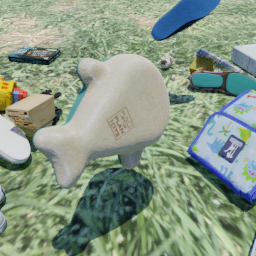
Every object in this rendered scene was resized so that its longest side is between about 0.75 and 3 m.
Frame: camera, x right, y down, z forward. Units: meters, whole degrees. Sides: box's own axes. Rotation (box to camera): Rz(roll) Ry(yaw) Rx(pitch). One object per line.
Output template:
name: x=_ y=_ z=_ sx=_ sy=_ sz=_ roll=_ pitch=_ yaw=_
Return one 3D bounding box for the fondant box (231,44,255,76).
fondant box: x=6.145 y=-2.989 z=12.544 sx=1.817 sy=0.734 sz=2.519 roll=-11 pitch=39 yaw=-14

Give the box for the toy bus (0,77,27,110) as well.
toy bus: x=-4.473 y=-1.309 z=10.096 sx=1.603 sy=1.133 sz=1.670 roll=2 pitch=32 yaw=-19

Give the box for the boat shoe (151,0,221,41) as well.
boat shoe: x=1.720 y=-3.580 z=8.785 sx=2.335 sy=0.983 sz=0.802 roll=-25 pitch=5 yaw=7

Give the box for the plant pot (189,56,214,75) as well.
plant pot: x=3.035 y=-2.414 z=11.722 sx=0.711 sy=0.806 sz=0.806 roll=-37 pitch=39 yaw=-15

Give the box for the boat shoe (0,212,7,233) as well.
boat shoe: x=-3.590 y=1.931 z=5.871 sx=1.840 sy=0.785 sz=0.680 roll=-2 pitch=37 yaw=-3

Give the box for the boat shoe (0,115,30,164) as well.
boat shoe: x=-3.854 y=0.255 z=7.988 sx=2.633 sy=0.902 sz=0.948 roll=35 pitch=33 yaw=11

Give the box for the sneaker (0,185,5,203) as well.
sneaker: x=-3.565 y=0.957 z=6.295 sx=0.732 sy=1.193 sz=1.833 roll=-33 pitch=76 yaw=-24

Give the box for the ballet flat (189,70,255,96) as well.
ballet flat: x=3.761 y=-1.811 z=10.963 sx=2.668 sy=0.922 sz=0.949 roll=9 pitch=18 yaw=12

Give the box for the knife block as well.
knife block: x=-2.718 y=-0.735 z=8.639 sx=0.684 sy=2.138 sz=1.877 roll=5 pitch=66 yaw=8

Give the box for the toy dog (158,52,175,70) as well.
toy dog: x=1.730 y=-3.021 z=12.748 sx=0.797 sy=0.574 sz=0.822 roll=-3 pitch=36 yaw=15

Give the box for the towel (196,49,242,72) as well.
towel: x=3.697 y=-2.669 z=11.530 sx=1.905 sy=0.227 sz=1.399 roll=30 pitch=9 yaw=1

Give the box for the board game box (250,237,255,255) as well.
board game box: x=3.357 y=2.451 z=5.544 sx=1.552 sy=0.338 sz=1.560 roll=22 pitch=42 yaw=26

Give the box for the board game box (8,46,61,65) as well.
board game box: x=-4.531 y=-3.563 z=13.684 sx=2.087 sy=0.294 sz=1.412 roll=8 pitch=37 yaw=11

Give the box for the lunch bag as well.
lunch bag: x=3.183 y=0.430 z=7.272 sx=2.585 sy=1.647 sz=2.198 roll=-36 pitch=42 yaw=-11

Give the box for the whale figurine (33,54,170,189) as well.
whale figurine: x=-0.485 y=-0.183 z=5.155 sx=1.457 sy=2.234 sz=2.808 roll=5 pitch=38 yaw=48
